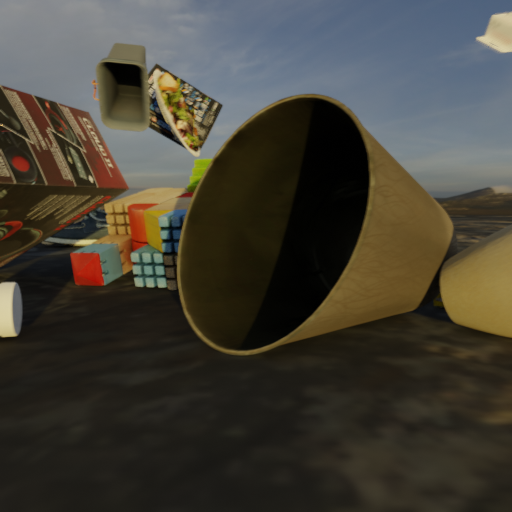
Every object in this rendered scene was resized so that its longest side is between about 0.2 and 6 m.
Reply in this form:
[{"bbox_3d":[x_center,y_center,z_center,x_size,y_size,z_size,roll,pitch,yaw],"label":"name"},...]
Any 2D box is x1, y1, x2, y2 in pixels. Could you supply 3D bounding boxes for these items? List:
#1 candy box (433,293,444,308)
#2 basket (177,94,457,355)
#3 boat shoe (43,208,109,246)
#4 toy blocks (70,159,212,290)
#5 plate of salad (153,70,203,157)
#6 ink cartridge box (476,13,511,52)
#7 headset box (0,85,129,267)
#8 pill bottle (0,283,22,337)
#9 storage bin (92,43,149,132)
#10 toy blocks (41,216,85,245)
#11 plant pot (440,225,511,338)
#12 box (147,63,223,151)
[{"bbox_3d":[2.394,0.403,5.647,0.663,0.171,1.298,8,10,43],"label":"candy box"},{"bbox_3d":[0.664,-0.104,4.421,2.038,1.837,1.386,7,32,-51],"label":"basket"},{"bbox_3d":[-3.468,-0.685,12.983,2.993,0.926,1.121,-1,6,-11],"label":"boat shoe"},{"bbox_3d":[-0.761,-0.282,7.214,3.335,1.666,2.280,1,17,18],"label":"toy blocks"},{"bbox_3d":[-1.493,-2.870,11.198,0.443,1.844,1.844,-23,2,10],"label":"plate of salad"},{"bbox_3d":[4.615,-3.995,9.947,1.197,0.406,0.694,-18,47,-24],"label":"ink cartridge box"},{"bbox_3d":[-3.309,-0.735,6.551,2.539,1.282,3.417,-28,-1,13],"label":"headset box"},{"bbox_3d":[-2.168,0.400,4.024,0.840,0.486,0.486,-1,6,-13],"label":"pill bottle"},{"bbox_3d":[-2.302,-2.991,9.738,0.971,1.334,0.896,4,48,-5],"label":"storage bin"},{"bbox_3d":[-4.701,-0.700,14.374,1.608,0.701,1.929,-2,6,-11],"label":"toy blocks"},{"bbox_3d":[2.028,0.188,4.150,1.087,1.087,1.160,-6,-6,-46],"label":"plant pot"},{"bbox_3d":[-1.822,-3.354,12.713,1.848,0.463,1.862,28,42,-12],"label":"box"}]
